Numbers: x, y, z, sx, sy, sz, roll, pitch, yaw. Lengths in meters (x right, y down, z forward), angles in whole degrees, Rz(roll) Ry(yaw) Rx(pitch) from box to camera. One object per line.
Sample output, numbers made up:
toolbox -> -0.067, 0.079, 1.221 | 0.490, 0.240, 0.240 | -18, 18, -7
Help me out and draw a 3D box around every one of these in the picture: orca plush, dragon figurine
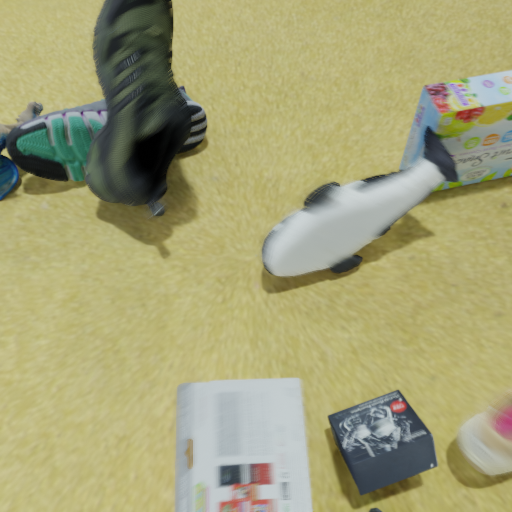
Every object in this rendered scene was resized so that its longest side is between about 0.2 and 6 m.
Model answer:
orca plush -> 1.408, -0.918, 8.814 | 3.238, 1.703, 1.151 | -42, 39, 12
dragon figurine -> -4.777, -1.504, 9.675 | 0.929, 1.569, 3.156 | 36, 84, 18

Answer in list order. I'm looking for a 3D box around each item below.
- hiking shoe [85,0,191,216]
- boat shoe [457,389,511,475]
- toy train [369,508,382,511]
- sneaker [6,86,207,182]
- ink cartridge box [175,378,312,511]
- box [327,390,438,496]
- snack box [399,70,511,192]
hiking shoe -> -1.579, -2.496, 8.724 | 1.836, 3.647, 1.381 | 20, 18, 38
boat shoe -> 3.875, 1.964, 7.106 | 2.655, 0.918, 0.979 | -19, 56, -16
toy train -> 0.907, 4.212, 6.485 | 0.608, 0.453, 2.654 | 37, 64, 7
sneaker -> -2.715, -2.361, 10.221 | 3.471, 1.292, 1.519 | -12, 45, -18
ink cartridge box -> -0.206, 2.592, 7.200 | 1.633, 0.780, 1.860 | 0, 58, -5
box -> 1.598, 2.355, 7.174 | 1.059, 0.551, 0.964 | -19, 24, -5
snack box -> 3.766, -2.081, 9.445 | 2.273, 1.917, 0.769 | -10, 57, -7
